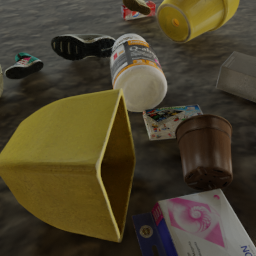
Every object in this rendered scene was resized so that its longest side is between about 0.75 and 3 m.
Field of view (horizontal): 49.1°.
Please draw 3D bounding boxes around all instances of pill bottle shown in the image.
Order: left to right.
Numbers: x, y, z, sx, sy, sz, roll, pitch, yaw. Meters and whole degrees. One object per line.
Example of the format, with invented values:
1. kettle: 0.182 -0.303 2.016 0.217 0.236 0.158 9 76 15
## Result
1. pill bottle: 0.224 -1.860 8.879 1.560 1.560 2.681 -5 42 -5

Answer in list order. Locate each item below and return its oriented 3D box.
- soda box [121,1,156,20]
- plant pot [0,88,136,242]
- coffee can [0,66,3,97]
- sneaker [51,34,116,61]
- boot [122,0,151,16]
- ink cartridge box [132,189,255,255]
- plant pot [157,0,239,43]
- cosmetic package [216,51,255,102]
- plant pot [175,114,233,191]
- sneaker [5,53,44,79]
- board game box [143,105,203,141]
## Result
1. soda box: 0.518 -5.880 14.016 1.710 0.599 0.542 -18 45 -18
2. plant pot: -1.199 0.720 5.716 2.257 2.206 2.192 -1 41 13
3. coffee can: -5.096 -1.562 8.631 1.955 1.430 1.430 -4 42 -5
4. sneaker: -1.702 -3.221 10.967 2.549 0.942 1.011 -2 32 -11
5. boot: 0.214 -4.003 8.943 0.987 0.356 0.764 14 38 -25
6. ink cartridge box: 1.269 2.195 5.256 2.003 0.434 1.966 -9 43 -12
7. plant pot: 2.716 -5.018 11.702 2.794 2.794 2.629 34 68 31
8. cosmetic package: 4.138 -1.531 8.951 2.252 1.015 1.203 26 52 23
9. plant pot: 1.766 0.626 6.424 1.353 1.353 1.340 4 51 4
10. sneaker: -3.871 -2.263 10.006 0.871 0.603 1.443 35 45 26
11. board game box: 1.344 -0.179 7.956 1.682 0.291 1.062 -5 42 -6
